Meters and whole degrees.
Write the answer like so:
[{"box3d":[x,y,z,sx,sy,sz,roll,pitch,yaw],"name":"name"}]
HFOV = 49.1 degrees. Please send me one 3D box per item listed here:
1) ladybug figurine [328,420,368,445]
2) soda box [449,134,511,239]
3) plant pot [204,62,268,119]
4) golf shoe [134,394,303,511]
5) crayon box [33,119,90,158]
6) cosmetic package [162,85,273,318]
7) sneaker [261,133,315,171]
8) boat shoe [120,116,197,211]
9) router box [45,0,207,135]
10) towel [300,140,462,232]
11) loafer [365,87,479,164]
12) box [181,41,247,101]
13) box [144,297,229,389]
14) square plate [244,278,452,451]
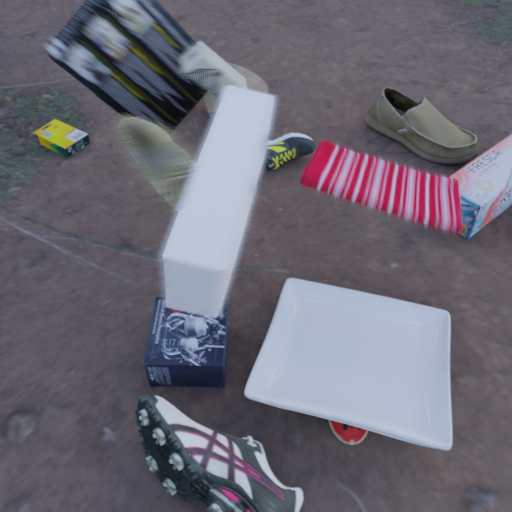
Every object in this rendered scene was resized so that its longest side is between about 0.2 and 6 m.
[{"box3d":[1.516,2.588,9.142,0.674,0.357,0.993,-3,47,-3],"name":"ladybug figurine"},{"box3d":[5.423,-1.685,12.747,3.153,1.002,1.078,-33,55,-26],"name":"soda box"},{"box3d":[-0.677,-4.156,14.850,1.738,1.738,1.167,17,84,16],"name":"plant pot"},{"box3d":[-0.669,3.091,8.350,2.944,1.136,1.297,41,43,24],"name":"golf shoe"},{"box3d":[-5.037,-3.054,14.508,1.255,0.319,0.797,27,52,23],"name":"crayon box"},{"box3d":[-0.486,-0.861,8.183,0.827,1.348,3.267,13,57,3],"name":"cosmetic package"},{"box3d":[0.534,-2.451,13.781,1.896,0.706,0.802,-8,52,5],"name":"sneaker"},{"box3d":[-1.592,-1.591,9.869,0.907,0.782,2.487,-44,60,13],"name":"boat shoe"},{"box3d":[-2.412,-4.027,11.687,2.237,2.999,0.766,-46,49,7],"name":"router box"},{"box3d":[2.162,-1.236,9.473,2.649,0.298,1.916,19,32,9],"name":"towel"},{"box3d":[4.197,-3.340,14.262,3.151,1.063,1.198,30,53,25],"name":"loafer"},{"box3d":[-0.713,-3.126,9.703,0.486,1.183,0.405,-30,53,30],"name":"box"},{"box3d":[-1.177,1.508,9.883,1.333,0.762,1.464,1,47,-1],"name":"box"},{"box3d":[1.698,1.719,9.599,3.138,0.451,3.168,11,36,11],"name":"square plate"}]
